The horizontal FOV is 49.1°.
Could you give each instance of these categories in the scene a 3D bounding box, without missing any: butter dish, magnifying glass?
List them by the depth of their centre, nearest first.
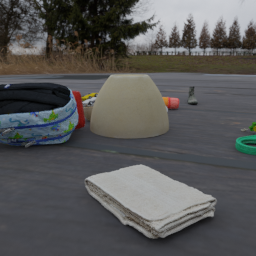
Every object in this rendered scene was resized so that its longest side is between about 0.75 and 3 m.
[{"bbox_3d":[4.135,0.362,8.470,1.069,0.301,2.687,12,20,41],"label":"magnifying glass"},{"bbox_3d":[-2.338,-0.608,10.043,1.368,1.364,1.011,-10,10,-18],"label":"butter dish"}]

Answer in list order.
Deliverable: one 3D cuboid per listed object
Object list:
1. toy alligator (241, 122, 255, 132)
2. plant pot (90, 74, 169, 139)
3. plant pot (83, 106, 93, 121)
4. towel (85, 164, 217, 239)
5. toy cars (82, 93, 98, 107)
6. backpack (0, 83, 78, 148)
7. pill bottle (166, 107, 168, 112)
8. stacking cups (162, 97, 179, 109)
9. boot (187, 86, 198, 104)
[{"bbox_3d":[4.346,-0.076,9.394,0.388,0.355,1.309,-15,7,-33],"label":"toy alligator"},{"bbox_3d":[0.061,-0.939,10.154,2.905,1.950,2.905,0,13,0],"label":"plant pot"},{"bbox_3d":[-1.469,-0.593,11.522,0.831,0.558,0.831,-5,7,1],"label":"plant pot"},{"bbox_3d":[0.321,1.182,4.947,1.418,0.369,2.140,-8,15,-34],"label":"towel"},{"bbox_3d":[-2.023,-1.434,15.164,1.064,0.525,2.373,-10,19,-5],"label":"toy cars"},{"bbox_3d":[-2.880,-0.476,8.452,2.725,2.095,2.223,-15,30,5],"label":"backpack"},{"bbox_3d":[1.365,-0.855,12.668,0.510,0.510,0.908,-9,14,-31],"label":"pill bottle"},{"bbox_3d":[1.219,-1.345,14.081,2.635,0.797,0.797,0,14,0],"label":"stacking cups"},{"bbox_3d":[3.644,-1.878,15.941,0.494,0.954,1.460,0,14,1],"label":"boot"}]
